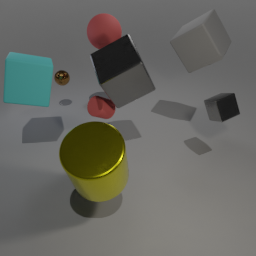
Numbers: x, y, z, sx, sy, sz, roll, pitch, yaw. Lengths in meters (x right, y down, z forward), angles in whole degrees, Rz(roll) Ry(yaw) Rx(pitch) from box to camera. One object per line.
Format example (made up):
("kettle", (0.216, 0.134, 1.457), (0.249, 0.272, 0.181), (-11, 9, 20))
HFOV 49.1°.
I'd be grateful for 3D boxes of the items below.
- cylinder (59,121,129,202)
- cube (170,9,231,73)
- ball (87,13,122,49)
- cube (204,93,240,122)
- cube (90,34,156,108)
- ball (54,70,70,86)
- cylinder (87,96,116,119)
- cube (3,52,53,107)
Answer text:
("cylinder", (-0.711, 0.792, 6.388), (1.400, 1.400, 1.400), (-2, 57, 3))
("cube", (2.630, -3.098, 10.071), (1.400, 1.400, 1.400), (-17, 28, 45))
("ball", (-0.953, -3.853, 11.261), (1.400, 1.400, 1.400), (0, 30, 0))
("cube", (2.932, -0.651, 8.770), (0.700, 0.700, 0.700), (-23, 13, -12))
("cube", (-0.159, -1.758, 8.844), (1.400, 1.400, 1.400), (-26, 55, 9))
("ball", (-3.002, -2.280, 12.753), (0.700, 0.700, 0.700), (0, 30, 0))
("cylinder", (-0.897, -0.689, 9.488), (0.700, 0.700, 0.700), (23, 7, 34))
("cube", (-3.312, -1.631, 9.359), (1.400, 1.400, 1.400), (5, 21, -20))
